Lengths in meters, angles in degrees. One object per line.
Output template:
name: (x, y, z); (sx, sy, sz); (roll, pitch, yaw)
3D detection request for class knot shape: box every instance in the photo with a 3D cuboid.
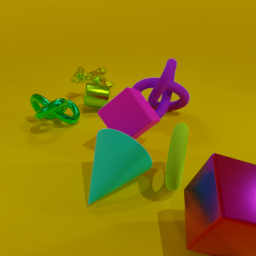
knot shape: (-2.229, -0.585, 8.850); (1.539, 0.760, 1.645); (8, 3, -35)
knot shape: (1.110, -1.235, 8.842); (2.087, 1.953, 0.964); (-6, 36, -36)

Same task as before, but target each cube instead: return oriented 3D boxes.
cube: (1.688, 1.314, 4.526); (1.166, 1.166, 1.166); (16, 44, -7)
cube: (0.052, -0.308, 7.362); (1.052, 1.052, 1.052); (54, 16, 9)

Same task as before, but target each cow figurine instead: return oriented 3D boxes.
cow figurine: (-1.409, -1.800, 10.838); (1.399, 1.422, 0.781); (-30, 27, -1)

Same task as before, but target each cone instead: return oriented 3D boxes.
cone: (-0.445, 1.030, 6.028); (1.452, 1.452, 1.457); (17, 56, 28)

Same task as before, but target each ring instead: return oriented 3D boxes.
ring: (1.060, 0.613, 6.001); (0.293, 1.466, 1.466); (8, 29, 15)

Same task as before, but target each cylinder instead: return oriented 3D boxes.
cylinder: (-1.113, -1.121, 9.756); (0.806, 0.806, 0.806); (8, 26, -14)
